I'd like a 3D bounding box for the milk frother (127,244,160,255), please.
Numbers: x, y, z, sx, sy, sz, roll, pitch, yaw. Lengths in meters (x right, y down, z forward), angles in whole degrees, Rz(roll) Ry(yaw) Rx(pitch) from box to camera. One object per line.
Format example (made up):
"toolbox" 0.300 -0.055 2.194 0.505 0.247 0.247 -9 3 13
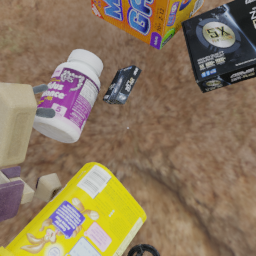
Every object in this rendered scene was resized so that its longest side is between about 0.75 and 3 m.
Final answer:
"milk frother" 0.407 2.792 4.788 1.377 1.296 1.243 20 78 17

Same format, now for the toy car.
"toy car" -2.077 -0.374 5.318 1.292 1.019 1.061 -18 83 -10

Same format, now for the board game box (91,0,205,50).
"board game box" 0.613 -3.883 6.894 2.278 2.277 2.279 34 64 16

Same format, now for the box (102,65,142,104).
"box" -0.167 -0.999 6.665 0.242 1.110 0.889 29 85 -21

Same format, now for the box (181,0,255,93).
"box" 2.543 -2.028 6.739 2.094 0.902 1.715 -15 73 22

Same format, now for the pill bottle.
"pill bottle" -1.379 -0.807 6.777 1.192 1.192 2.123 16 68 8

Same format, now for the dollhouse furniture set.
"dollhouse furniture set" -2.202 0.171 5.188 1.693 1.890 2.385 30 110 30

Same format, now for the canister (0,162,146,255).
"canister" -0.893 1.969 4.952 1.733 1.010 2.333 52 57 -13
